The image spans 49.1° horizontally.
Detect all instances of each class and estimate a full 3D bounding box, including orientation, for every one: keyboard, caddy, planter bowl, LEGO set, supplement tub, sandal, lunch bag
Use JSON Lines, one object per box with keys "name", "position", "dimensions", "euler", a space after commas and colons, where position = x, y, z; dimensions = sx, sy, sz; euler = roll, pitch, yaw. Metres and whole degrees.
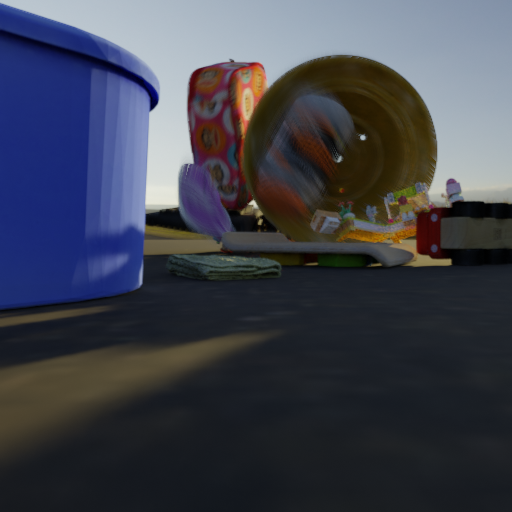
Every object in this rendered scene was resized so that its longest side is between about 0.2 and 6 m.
{"name": "keyboard", "position": [-0.557, -1.179, 12.825], "dimensions": [2.895, 1.102, 5.562], "euler": [9, 9, 2]}
{"name": "caddy", "position": [-2.348, -0.738, 3.241], "dimensions": [2.714, 2.015, 3.839], "euler": [3, 3, 37]}
{"name": "planter bowl", "position": [1.547, -1.897, 10.727], "dimensions": [3.470, 3.470, 1.445], "euler": [0, 7, 7]}
{"name": "LEGO set", "position": [1.833, -0.697, 8.150], "dimensions": [2.174, 0.809, 1.000], "euler": [-8, -27, 4]}
{"name": "supplement tub", "position": [0.822, -1.787, 10.153], "dimensions": [1.238, 2.020, 1.238], "euler": [25, -13, 6]}
{"name": "sandal", "position": [-0.837, -0.943, 8.407], "dimensions": [0.716, 0.433, 1.761], "euler": [-1, 41, -25]}
{"name": "lunch bag", "position": [-0.356, -2.504, 11.369], "dimensions": [1.138, 2.778, 2.447], "euler": [7, 25, 22]}

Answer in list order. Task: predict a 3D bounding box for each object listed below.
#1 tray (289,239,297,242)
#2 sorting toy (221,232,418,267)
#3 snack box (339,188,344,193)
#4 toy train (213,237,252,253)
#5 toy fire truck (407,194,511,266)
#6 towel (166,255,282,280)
{"name": "tray", "position": [0.734, -0.316, 14.444], "dimensions": [0.977, 0.367, 1.981], "euler": [1, 3, 13]}
{"name": "sorting toy", "position": [0.892, -0.042, 7.404], "dimensions": [2.137, 0.390, 1.978], "euler": [6, 5, 26]}
{"name": "snack box", "position": [1.856, -1.030, 12.841], "dimensions": [0.754, 1.878, 2.227], "euler": [5, 0, -16]}
{"name": "toy train", "position": [-0.507, -0.321, 12.476], "dimensions": [1.264, 0.468, 1.683], "euler": [10, 5, 43]}
{"name": "toy fire truck", "position": [2.681, -0.444, 7.848], "dimensions": [1.492, 1.090, 1.695], "euler": [-2, 2, -35]}
{"name": "towel", "position": [-0.318, 0.096, 5.164], "dimensions": [0.797, 0.196, 1.074], "euler": [0, 2, -28]}
